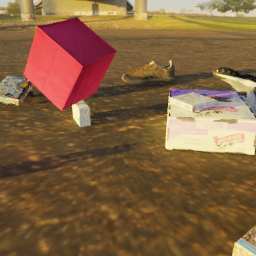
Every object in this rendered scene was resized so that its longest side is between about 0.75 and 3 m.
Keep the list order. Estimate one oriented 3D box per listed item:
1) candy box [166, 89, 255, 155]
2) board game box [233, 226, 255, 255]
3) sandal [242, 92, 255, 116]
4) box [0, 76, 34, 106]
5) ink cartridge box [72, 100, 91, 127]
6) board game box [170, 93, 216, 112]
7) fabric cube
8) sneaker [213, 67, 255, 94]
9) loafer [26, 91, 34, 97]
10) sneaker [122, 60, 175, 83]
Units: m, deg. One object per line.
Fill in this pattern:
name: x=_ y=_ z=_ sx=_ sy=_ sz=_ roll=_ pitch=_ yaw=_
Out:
candy box: x=2.315 y=-0.321 z=8.284 sx=2.274 sy=0.970 sz=2.711 roll=3 pitch=24 yaw=8
board game box: x=2.270 y=1.809 z=3.831 sx=1.381 sy=0.669 sz=1.101 roll=-18 pitch=29 yaw=-36
sandal: x=3.976 y=-0.723 z=9.429 sx=0.570 sy=0.943 sz=2.318 roll=-9 pitch=17 yaw=30
box: x=-4.602 y=-1.517 z=11.204 sx=1.108 sy=0.323 sz=1.618 roll=9 pitch=38 yaw=0
ink cartridge box: x=-1.569 y=-0.535 z=9.204 sx=0.372 sy=0.632 sz=1.098 roll=-10 pitch=26 yaw=-21
board game box: x=1.789 y=-0.731 z=7.758 sx=0.902 sy=0.186 sz=0.900 roll=-14 pitch=27 yaw=-28
fabric cube: x=-1.544 y=-1.726 z=7.431 sx=1.570 sy=1.565 sz=1.540 roll=42 pitch=42 yaw=8
sneaker: x=2.985 y=-1.294 z=7.823 sx=1.341 sy=0.532 sz=0.496 roll=18 pitch=41 yaw=-6
loafer: x=-4.545 y=-1.461 z=11.635 sx=1.168 sy=0.368 sz=0.420 roll=-6 pitch=25 yaw=-14
sneaker: x=1.017 y=-2.867 z=14.019 sx=2.694 sy=1.017 sz=0.949 roll=-5 pitch=24 yaw=-13
